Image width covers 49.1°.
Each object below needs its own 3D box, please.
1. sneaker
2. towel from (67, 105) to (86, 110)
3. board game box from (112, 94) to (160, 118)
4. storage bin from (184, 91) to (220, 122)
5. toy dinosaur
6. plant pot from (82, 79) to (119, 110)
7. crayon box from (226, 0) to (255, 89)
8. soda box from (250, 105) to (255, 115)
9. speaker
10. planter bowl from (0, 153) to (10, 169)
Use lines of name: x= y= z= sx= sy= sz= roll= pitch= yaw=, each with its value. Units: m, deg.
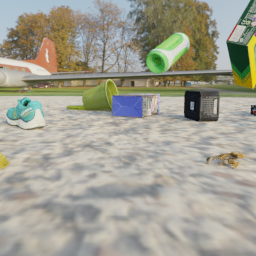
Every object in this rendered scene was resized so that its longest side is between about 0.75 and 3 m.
sneaker: x=-3.203 y=-0.519 z=8.846 sx=0.884 sy=0.908 sz=2.281 roll=-7 pitch=11 yaw=-40
towel: x=-2.067 y=-1.215 z=15.640 sx=1.122 sy=0.235 sz=2.607 roll=6 pitch=11 yaw=40
board game box: x=0.375 y=-0.999 z=12.044 sx=1.439 sy=0.874 sz=1.804 roll=4 pitch=10 yaw=27
storage bin: x=2.699 y=-0.844 z=10.420 sx=0.743 sy=1.071 sz=1.584 roll=-1 pitch=9 yaw=-8
toy dinosaur: x=1.724 y=0.468 z=4.536 sx=0.876 sy=0.265 sz=0.466 roll=0 pitch=8 yaw=-5
plant pot: x=-1.443 y=-1.508 z=14.170 sx=1.529 sy=1.610 sz=1.610 roll=-11 pitch=5 yaw=20
crayon box: x=3.045 y=-2.150 z=6.582 sx=0.542 sy=1.859 sz=1.604 roll=25 pitch=-14 yaw=35
soda box: x=5.962 y=-0.797 z=12.168 sx=1.403 sy=0.444 sz=0.497 roll=-6 pitch=12 yaw=-31
speaker: x=1.111 y=-2.043 z=7.558 sx=0.688 sy=0.688 sz=1.555 roll=6 pitch=37 yaw=36
planter bowl: x=-2.366 y=0.428 z=4.414 sx=0.906 sy=0.377 sz=0.906 roll=0 pitch=9 yaw=0
